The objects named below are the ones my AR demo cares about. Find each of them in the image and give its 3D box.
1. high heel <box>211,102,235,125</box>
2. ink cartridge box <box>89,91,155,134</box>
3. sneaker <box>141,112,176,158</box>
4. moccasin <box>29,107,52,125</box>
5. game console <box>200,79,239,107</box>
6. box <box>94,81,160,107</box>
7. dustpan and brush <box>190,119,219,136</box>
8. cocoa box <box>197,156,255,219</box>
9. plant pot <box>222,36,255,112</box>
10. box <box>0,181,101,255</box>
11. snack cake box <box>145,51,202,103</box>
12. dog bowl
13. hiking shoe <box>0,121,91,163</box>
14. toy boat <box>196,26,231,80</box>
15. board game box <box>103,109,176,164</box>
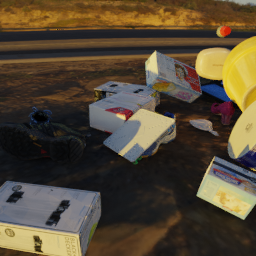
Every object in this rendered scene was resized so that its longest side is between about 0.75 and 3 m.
[{"bbox_3d":[3.757,-0.879,11.034,0.639,0.911,1.896,2,25,-3],"label":"high heel"},{"bbox_3d":[-0.165,-0.590,10.389,1.590,0.922,2.155,17,28,30],"label":"ink cartridge box"},{"bbox_3d":[0.742,0.148,8.737,0.827,0.968,2.197,19,32,33],"label":"sneaker"},{"bbox_3d":[-3.030,-0.295,9.923,0.831,0.704,2.066,0,22,-25],"label":"moccasin"},{"bbox_3d":[4.692,-2.141,12.888,1.504,2.272,2.583,24,11,-43],"label":"game console"},{"bbox_3d":[-0.022,-1.395,12.361,2.575,0.774,1.502,12,27,24],"label":"box"},{"bbox_3d":[2.820,-0.017,9.984,0.789,0.324,1.131,-5,17,-29],"label":"dustpan and brush"},{"bbox_3d":[2.197,1.284,6.093,1.107,0.739,0.727,25,38,16],"label":"cocoa box"},{"bbox_3d":[4.417,-1.407,9.048,2.497,2.497,2.349,5,38,11],"label":"plant pot"},{"bbox_3d":[-1.724,1.760,5.541,2.146,0.645,1.251,4,25,9],"label":"box"},{"bbox_3d":[1.987,-2.181,12.188,2.427,0.816,1.396,16,55,-27],"label":"snack cake box"},{"bbox_3d":[3.475,0.151,7.392,0.729,1.852,1.852,27,26,-2],"label":"dog bowl"},{"bbox_3d":[-2.569,0.331,8.499,2.747,1.040,1.383,13,19,4],"label":"hiking shoe"},{"bbox_3d":[3.493,-2.841,10.622,1.674,1.992,0.926,8,17,3],"label":"toy boat"},{"bbox_3d":[0.314,0.195,8.418,1.734,0.224,1.734,-42,33,-16],"label":"board game box"}]
